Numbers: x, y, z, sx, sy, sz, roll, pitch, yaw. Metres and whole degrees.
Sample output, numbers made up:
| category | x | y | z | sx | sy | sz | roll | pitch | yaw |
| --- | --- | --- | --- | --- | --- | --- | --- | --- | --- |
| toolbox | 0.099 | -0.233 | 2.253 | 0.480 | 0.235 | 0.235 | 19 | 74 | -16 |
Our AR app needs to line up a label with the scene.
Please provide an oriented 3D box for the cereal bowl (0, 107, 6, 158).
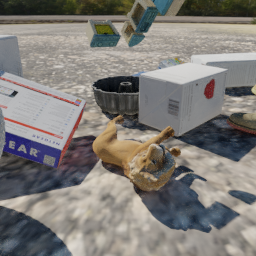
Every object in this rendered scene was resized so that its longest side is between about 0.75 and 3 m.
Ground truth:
| category | x | y | z | sx | sy | sz | roll | pitch | yaw |
| --- | --- | --- | --- | --- | --- | --- | --- | --- | --- |
| cereal bowl | -2.950 | 0.510 | 3.944 | 2.884 | 1.201 | 2.884 | -12 | 50 | 14 |

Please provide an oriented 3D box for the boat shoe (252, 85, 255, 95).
| category | x | y | z | sx | sy | sz | roll | pitch | yaw |
| --- | --- | --- | --- | --- | --- | --- | --- | --- | --- |
| boat shoe | 5.007 | -1.145 | 8.894 | 0.813 | 0.696 | 2.219 | -14 | 28 | -29 |

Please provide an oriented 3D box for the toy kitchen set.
| category | x | y | z | sx | sy | sz | roll | pitch | yaw |
| --- | --- | --- | --- | --- | --- | --- | --- | --- | --- |
| toy kitchen set | 0.038 | -1.937 | 4.862 | 1.126 | 1.405 | 0.828 | -12 | 64 | -33 |

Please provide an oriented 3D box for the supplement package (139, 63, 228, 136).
| category | x | y | z | sx | sy | sz | roll | pitch | yaw |
| --- | --- | --- | --- | --- | --- | --- | --- | --- | --- |
| supplement package | 1.507 | -0.879 | 7.520 | 1.329 | 1.345 | 2.218 | 22 | 32 | 39 |

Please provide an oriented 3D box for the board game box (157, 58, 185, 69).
| category | x | y | z | sx | sy | sz | roll | pitch | yaw |
| --- | --- | --- | --- | --- | --- | --- | --- | --- | --- |
| board game box | 1.971 | -1.691 | 9.530 | 1.752 | 0.300 | 1.178 | 46 | 40 | 16 |

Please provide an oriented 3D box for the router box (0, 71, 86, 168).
| category | x | y | z | sx | sy | sz | roll | pitch | yaw |
| --- | --- | --- | --- | --- | --- | --- | --- | --- | --- |
| router box | -2.174 | -0.282 | 5.955 | 2.150 | 0.525 | 1.930 | 20 | 35 | -5 |

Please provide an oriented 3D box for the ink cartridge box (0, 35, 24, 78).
| category | x | y | z | sx | sy | sz | roll | pitch | yaw |
| --- | --- | --- | --- | --- | --- | --- | --- | --- | --- |
| ink cartridge box | -4.460 | -1.117 | 7.032 | 2.164 | 2.154 | 2.950 | 8 | 25 | 17 |

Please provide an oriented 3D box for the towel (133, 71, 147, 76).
| category | x | y | z | sx | sy | sz | roll | pitch | yaw |
| --- | --- | --- | --- | --- | --- | --- | --- | --- | --- |
| towel | 1.157 | -1.704 | 10.403 | 2.038 | 0.495 | 1.138 | 15 | 29 | 31 |

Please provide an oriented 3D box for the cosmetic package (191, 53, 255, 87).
| category | x | y | z | sx | sy | sz | roll | pitch | yaw |
| --- | --- | --- | --- | --- | --- | --- | --- | --- | --- |
| cosmetic package | 4.105 | -2.291 | 11.026 | 2.961 | 1.096 | 1.506 | -5 | 24 | -7 |

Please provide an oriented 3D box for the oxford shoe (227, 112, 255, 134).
| category | x | y | z | sx | sy | sz | roll | pitch | yaw |
| --- | --- | --- | --- | --- | --- | --- | --- | --- | --- |
| oxford shoe | 3.672 | -0.354 | 6.871 | 2.432 | 0.909 | 0.857 | -1 | 24 | -1 |

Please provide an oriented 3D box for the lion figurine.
| category | x | y | z | sx | sy | sz | roll | pitch | yaw |
| --- | --- | --- | --- | --- | --- | --- | --- | --- | --- |
| lion figurine | 0.011 | 0.456 | 5.403 | 2.450 | 0.888 | 1.500 | 5 | 28 | 46 |

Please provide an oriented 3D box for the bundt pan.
| category | x | y | z | sx | sy | sz | roll | pitch | yaw |
| --- | --- | --- | --- | --- | --- | --- | --- | --- | --- |
| bundt pan | -0.065 | -0.966 | 8.409 | 2.080 | 0.781 | 2.080 | 1 | 24 | 0 |
